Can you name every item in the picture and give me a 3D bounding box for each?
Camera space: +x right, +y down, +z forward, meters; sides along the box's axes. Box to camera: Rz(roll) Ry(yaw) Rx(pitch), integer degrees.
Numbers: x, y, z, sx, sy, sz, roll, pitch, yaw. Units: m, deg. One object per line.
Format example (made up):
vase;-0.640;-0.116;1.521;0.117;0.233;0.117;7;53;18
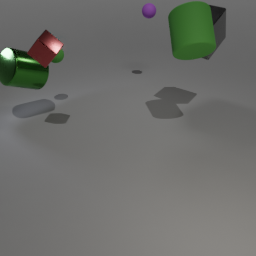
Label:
ball;-3.014;-3.054;11.633;0.700;0.700;0.700;0;30;0
cube;2.842;-3.783;10.915;1.400;1.400;1.400;28;71;31
cylinder;2.101;-3.167;9.268;1.400;1.400;1.400;-5;-9;-1
cube;-2.572;-2.474;8.751;0.700;0.700;0.700;38;39;-22
ball;1.034;-5.742;13.728;0.700;0.700;0.700;0;30;0
cylinder;-4.018;-2.241;10.765;1.400;1.400;1.400;25;15;36
